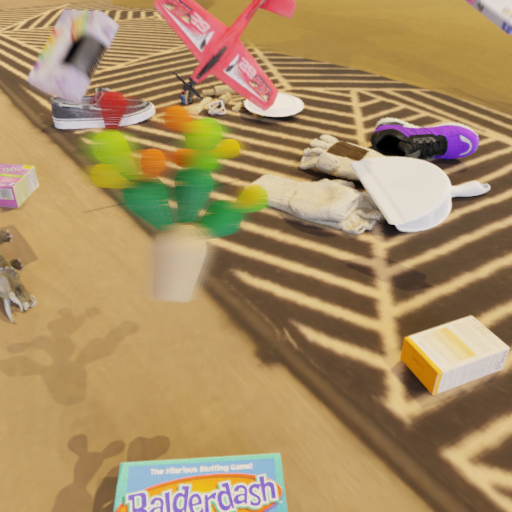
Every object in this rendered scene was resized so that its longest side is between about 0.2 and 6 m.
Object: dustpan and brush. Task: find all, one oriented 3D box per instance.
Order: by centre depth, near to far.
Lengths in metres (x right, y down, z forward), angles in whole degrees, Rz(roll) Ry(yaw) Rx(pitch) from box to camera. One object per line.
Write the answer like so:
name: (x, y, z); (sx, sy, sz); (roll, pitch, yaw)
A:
dustpan and brush: (3.397, -1.273, 10.886); (2.785, 0.797, 1.943); (-15, 50, -10)

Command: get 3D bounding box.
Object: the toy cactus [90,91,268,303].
toy cactus: (-0.732, -0.463, 5.227); (1.081, 1.744, 2.114); (8, -5, 30)

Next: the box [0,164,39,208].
box: (-4.994, -1.414, 11.207); (0.854, 0.470, 0.971); (4, 34, 6)

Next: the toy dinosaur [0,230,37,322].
toy dinosaur: (-4.349, 0.187, 8.503); (2.264, 0.871, 1.158); (8, 28, 7)

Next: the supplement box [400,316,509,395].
supplement box: (2.558, 1.272, 7.267); (1.138, 0.418, 0.717); (-13, 36, -19)

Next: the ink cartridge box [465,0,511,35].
ink cartridge box: (3.844, -3.853, 8.510); (0.746, 0.262, 1.250); (-34, 63, -6)

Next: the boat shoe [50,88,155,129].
boat shoe: (-3.960, -3.903, 14.525); (2.603, 0.882, 0.934); (-7, 35, -11)

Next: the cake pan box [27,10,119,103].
cake pan box: (-3.032, -3.315, 9.230); (1.553, 1.430, 0.406); (28, 2, 43)

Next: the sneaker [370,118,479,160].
sneaker: (3.674, -2.427, 12.507); (2.360, 0.821, 1.174); (11, 39, 24)

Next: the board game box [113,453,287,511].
board game box: (-0.481, 2.819, 4.909); (1.648, 0.487, 2.167); (-3, 34, -4)

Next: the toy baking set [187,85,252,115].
toy baking set: (-0.787, -4.434, 15.845); (2.494, 0.290, 1.914); (-8, 35, -11)

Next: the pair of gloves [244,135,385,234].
pair of gloves: (1.661, -1.555, 11.345); (2.740, 0.565, 3.222); (25, 42, 32)

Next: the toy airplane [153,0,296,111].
toy airplane: (-0.431, -4.446, 10.948); (3.117, 3.117, 0.573); (-8, 31, -12)

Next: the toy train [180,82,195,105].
toy train: (-2.005, -4.789, 16.396); (0.367, 0.274, 1.604); (-5, 34, -1)

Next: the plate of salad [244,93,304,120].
plate of salad: (0.482, -4.028, 15.150); (1.607, 0.386, 1.607); (1, 37, -1)
